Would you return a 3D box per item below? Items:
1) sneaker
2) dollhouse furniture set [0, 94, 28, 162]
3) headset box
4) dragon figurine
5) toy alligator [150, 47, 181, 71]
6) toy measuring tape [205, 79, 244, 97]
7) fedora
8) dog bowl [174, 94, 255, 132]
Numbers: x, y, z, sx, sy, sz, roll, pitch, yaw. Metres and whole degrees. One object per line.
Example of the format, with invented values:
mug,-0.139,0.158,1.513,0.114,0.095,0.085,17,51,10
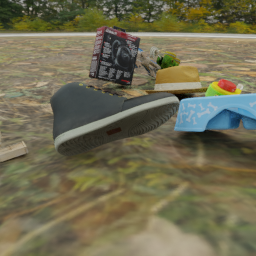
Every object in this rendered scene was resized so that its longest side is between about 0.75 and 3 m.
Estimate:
sneaker,-0.366,-0.535,5.976,2.725,1.019,1.447,-17,62,-4
dollhouse furniture set,-2.579,-0.068,5.778,0.569,1.286,0.666,-20,24,-24
headset box,-0.508,-2.868,10.973,1.594,2.142,0.827,7,6,-30
dragon figurine,0.325,-3.213,12.483,2.996,0.882,1.490,35,7,10
toy alligator,1.553,-2.387,10.691,0.692,0.954,2.879,23,8,22
toy measuring tape,3.046,-1.155,8.865,0.976,0.976,2.652,11,25,25
fedora,1.688,-1.625,9.603,2.277,0.928,2.277,-3,7,0
dog bowl,2.461,-0.310,6.077,2.990,0.741,1.666,0,1,34
